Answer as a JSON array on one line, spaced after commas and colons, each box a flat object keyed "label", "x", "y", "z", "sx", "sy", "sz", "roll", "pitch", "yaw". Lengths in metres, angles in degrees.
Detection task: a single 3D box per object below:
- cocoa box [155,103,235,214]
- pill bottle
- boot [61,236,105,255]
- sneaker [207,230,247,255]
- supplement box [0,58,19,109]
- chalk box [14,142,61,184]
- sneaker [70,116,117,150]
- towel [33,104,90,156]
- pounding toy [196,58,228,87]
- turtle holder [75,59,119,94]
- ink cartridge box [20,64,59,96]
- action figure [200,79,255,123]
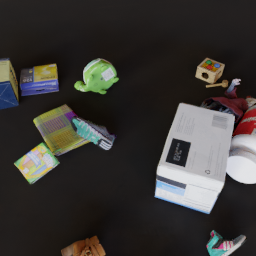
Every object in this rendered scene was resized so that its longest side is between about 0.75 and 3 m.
[{"label": "cocoa box", "x": 2.191, "y": 0.936, "z": 9.296, "sx": 1.928, "sy": 1.897, "sz": 2.890, "roll": 15, "pitch": 49, "yaw": 13}, {"label": "pill bottle", "x": 4.493, "y": 0.527, "z": 9.885, "sx": 1.599, "sy": 1.599, "sz": 2.849, "roll": 26, "pitch": 52, "yaw": 23}, {"label": "boot", "x": -1.119, "y": 3.742, "z": 7.705, "sx": 1.099, "sy": 0.543, "sz": 1.416, "roll": -17, "pitch": 42, "yaw": -20}, {"label": "sneaker", "x": 2.767, "y": 3.258, "z": 8.117, "sx": 1.230, "sy": 0.514, "sz": 0.743, "roll": -25, "pitch": 61, "yaw": -20}, {"label": "supplement box", "x": -5.989, "y": -1.874, "z": 12.327, "sx": 1.929, "sy": 1.295, "sz": 1.927, "roll": -13, "pitch": 48, "yaw": -11}, {"label": "chalk box", "x": -2.857, "y": 1.054, "z": 9.305, "sx": 1.424, "sy": 0.886, "sz": 0.882, "roll": -39, "pitch": 91, "yaw": -16}, {"label": "sneaker", "x": -1.323, "y": 0.072, "z": 10.776, "sx": 1.849, "sy": 0.688, "sz": 0.809, "roll": 37, "pitch": 40, "yaw": -5}, {"label": "towel", "x": -2.639, "y": 0.041, "z": 11.256, "sx": 1.694, "sy": 0.269, "sz": 2.358, "roll": -28, "pitch": 52, "yaw": -23}, {"label": "pounding toy", "x": 4.097, "y": -2.563, "z": 13.371, "sx": 1.560, "sy": 0.714, "sz": 1.371, "roll": 30, "pitch": 54, "yaw": 25}, {"label": "turtle holder", "x": -1.444, "y": -2.323, "z": 12.872, "sx": 1.393, "sy": 1.833, "sz": 1.302, "roll": 15, "pitch": 28, "yaw": -40}, {"label": "ink cartridge box", "x": -4.238, "y": -2.340, "z": 13.398, "sx": 1.730, "sy": 0.411, "sz": 1.750, "roll": -10, "pitch": 46, "yaw": -9}, {"label": "action figure", "x": 4.348, "y": -0.710, "z": 11.454, "sx": 2.779, "sy": 2.069, "sz": 1.861, "roll": -14, "pitch": 61, "yaw": -39}]
